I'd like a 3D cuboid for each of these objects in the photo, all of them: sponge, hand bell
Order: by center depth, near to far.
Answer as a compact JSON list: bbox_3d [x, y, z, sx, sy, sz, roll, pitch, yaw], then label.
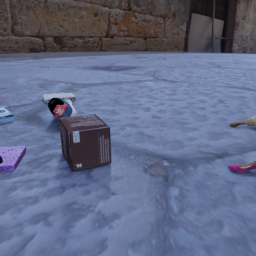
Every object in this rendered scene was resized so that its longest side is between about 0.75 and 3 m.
[{"bbox_3d":[-3.249,0.810,7.538,0.700,0.187,1.256,-2,19,-5],"label":"sponge"},{"bbox_3d":[4.207,-0.165,10.200,0.962,0.501,0.501,-10,17,11],"label":"hand bell"}]

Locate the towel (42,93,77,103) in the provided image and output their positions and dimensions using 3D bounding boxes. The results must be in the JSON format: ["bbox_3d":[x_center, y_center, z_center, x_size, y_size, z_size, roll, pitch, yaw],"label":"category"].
[{"bbox_3d":[-3.488,-1.559,14.232,1.609,0.277,1.066,-8,20,-22],"label":"towel"}]

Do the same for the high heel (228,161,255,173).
[{"bbox_3d":[2.958,0.893,6.935,0.886,0.425,0.298,6,20,16],"label":"high heel"}]

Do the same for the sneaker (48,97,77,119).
[{"bbox_3d":[-2.707,-0.881,10.873,0.924,0.820,2.187,35,-2,-32],"label":"sneaker"}]

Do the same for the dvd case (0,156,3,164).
[{"bbox_3d":[-3.828,1.127,5.343,1.742,0.214,2.442,-14,8,11],"label":"dvd case"}]

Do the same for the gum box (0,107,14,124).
[{"bbox_3d":[-5.311,-0.451,10.984,1.191,0.312,1.402,-15,24,-37],"label":"gum box"}]

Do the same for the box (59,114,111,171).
[{"bbox_3d":[-1.171,0.338,7.521,1.071,1.082,1.304,-8,21,-23],"label":"box"}]
